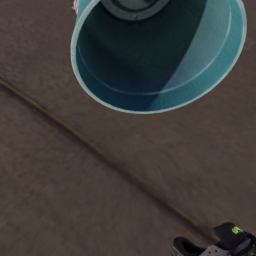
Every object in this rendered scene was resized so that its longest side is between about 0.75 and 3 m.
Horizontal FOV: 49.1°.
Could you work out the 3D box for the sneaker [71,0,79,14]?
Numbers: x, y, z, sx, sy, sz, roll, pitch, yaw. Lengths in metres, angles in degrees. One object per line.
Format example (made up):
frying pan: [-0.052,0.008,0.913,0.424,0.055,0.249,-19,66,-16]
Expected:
sneaker: [-0.670,-3.184,6.677,1.508,0.586,1.055,-29,54,-7]

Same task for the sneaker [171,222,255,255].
sneaker: [1.067,1.184,2.465,1.669,0.592,0.692,-18,65,36]

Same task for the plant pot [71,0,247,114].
plant pot: [0.303,-2.003,4.869,2.582,2.582,2.426,-7,53,-4]
